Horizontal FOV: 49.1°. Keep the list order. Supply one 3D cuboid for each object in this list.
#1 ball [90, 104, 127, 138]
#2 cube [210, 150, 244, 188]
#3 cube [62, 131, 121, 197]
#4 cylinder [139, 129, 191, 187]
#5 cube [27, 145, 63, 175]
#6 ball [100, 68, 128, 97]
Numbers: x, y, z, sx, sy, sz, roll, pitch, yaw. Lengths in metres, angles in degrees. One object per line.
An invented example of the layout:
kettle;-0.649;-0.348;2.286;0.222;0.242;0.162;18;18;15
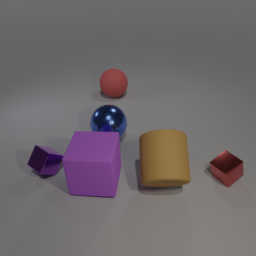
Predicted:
ball;-0.728;-0.185;10.565;1.400;1.400;1.400;0;32;0
cube;3.075;1.262;8.707;0.700;0.700;0.700;-35;42;-13
cube;-1.005;1.053;8.413;1.400;1.400;1.400;1;34;6
cylinder;1.040;0.903;8.081;1.400;1.400;1.400;-1;70;-1
cube;-2.647;1.034;8.991;0.700;0.700;0.700;25;3;32
ball;-0.706;-2.242;13.902;1.400;1.400;1.400;0;32;0
